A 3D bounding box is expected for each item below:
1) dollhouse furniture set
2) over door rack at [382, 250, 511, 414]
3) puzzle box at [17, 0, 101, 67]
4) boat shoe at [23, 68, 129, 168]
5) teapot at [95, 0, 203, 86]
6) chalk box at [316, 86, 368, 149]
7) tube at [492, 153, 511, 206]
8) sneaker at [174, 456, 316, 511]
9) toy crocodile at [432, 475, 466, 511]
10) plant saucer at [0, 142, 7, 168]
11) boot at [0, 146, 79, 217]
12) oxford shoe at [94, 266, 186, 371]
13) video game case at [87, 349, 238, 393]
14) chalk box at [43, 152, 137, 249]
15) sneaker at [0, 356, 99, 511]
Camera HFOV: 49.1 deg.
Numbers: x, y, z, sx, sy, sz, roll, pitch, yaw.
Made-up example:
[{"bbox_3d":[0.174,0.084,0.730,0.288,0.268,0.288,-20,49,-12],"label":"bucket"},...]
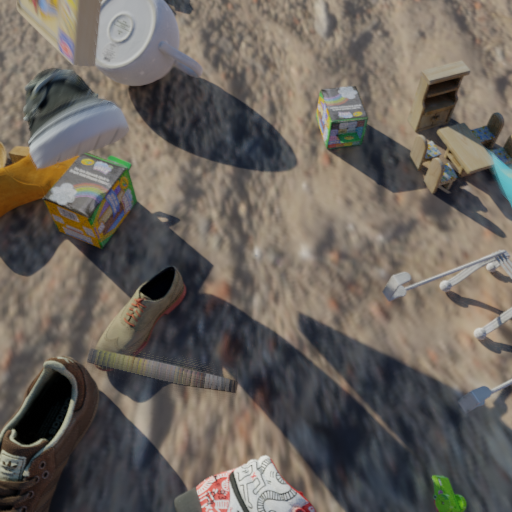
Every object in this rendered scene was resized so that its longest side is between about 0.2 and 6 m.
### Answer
[{"bbox_3d":[3.783,-2.447,10.507,1.717,1.302,1.959,-17,59,-11],"label":"dollhouse furniture set"},{"bbox_3d":[3.332,1.054,8.361,2.776,0.925,2.051,-11,56,-32],"label":"over door rack"},{"bbox_3d":[-2.786,-3.892,7.776,0.326,1.707,2.566,-10,39,-36],"label":"puzzle box"},{"bbox_3d":[-2.699,-1.921,7.623,1.205,1.185,3.342,-26,18,-23],"label":"boat shoe"},{"bbox_3d":[-2.338,-4.396,11.700,2.060,1.524,2.087,-20,75,21],"label":"teapot"},{"bbox_3d":[1.694,-2.607,10.950,0.755,0.751,1.214,-7,59,-6],"label":"chalk box"},{"bbox_3d":[2.471,-0.339,4.947,0.354,0.544,1.404,-29,43,18],"label":"tube"},{"bbox_3d":[0.263,3.875,6.661,1.558,0.971,2.907,-25,58,-12],"label":"sneaker"},{"bbox_3d":[2.580,3.477,7.309,0.403,0.368,1.193,16,45,-40],"label":"toy crocodile"},{"bbox_3d":[-5.518,-1.649,10.598,1.653,0.293,1.653,0,57,0],"label":"plant saucer"},{"bbox_3d":[-4.019,-1.213,10.062,1.479,0.727,2.066,11,54,8],"label":"boot"},{"bbox_3d":[-1.873,0.897,8.712,0.685,0.727,1.945,28,62,17],"label":"oxford shoe"},{"bbox_3d":[-0.749,0.953,4.590,0.937,0.847,0.120,7,77,28],"label":"video game case"},{"bbox_3d":[-2.783,-1.105,9.866,0.967,0.962,1.555,22,59,14],"label":"chalk box"},{"bbox_3d":[-3.131,2.871,7.112,1.210,1.297,3.435,11,58,7],"label":"sneaker"}]
